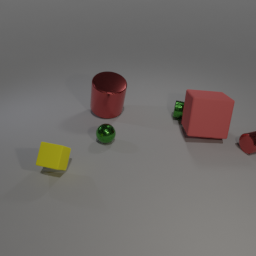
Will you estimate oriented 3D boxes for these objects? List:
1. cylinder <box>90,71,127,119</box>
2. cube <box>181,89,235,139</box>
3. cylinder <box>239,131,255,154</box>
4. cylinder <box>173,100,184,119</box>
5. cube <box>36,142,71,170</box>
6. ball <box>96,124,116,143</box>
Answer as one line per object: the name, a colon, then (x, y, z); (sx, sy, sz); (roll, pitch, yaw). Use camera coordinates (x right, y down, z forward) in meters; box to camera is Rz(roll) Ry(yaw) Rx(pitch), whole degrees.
cylinder: (-0.815, -1.350, 11.492); (1.400, 1.400, 1.400); (6, 48, -6)
cube: (2.819, -0.535, 10.131); (1.400, 1.400, 1.400); (5, 19, 0)
cylinder: (4.255, 0.464, 9.432); (0.700, 0.700, 0.700); (-11, 32, -18)
cylinder: (2.235, -0.725, 11.414); (0.700, 0.700, 0.700); (11, 31, 7)
cube: (-2.205, 0.846, 8.339); (0.700, 0.700, 0.700); (10, -9, 10)
ball: (-0.781, 0.192, 9.888); (0.700, 0.700, 0.700); (0, 30, 0)
